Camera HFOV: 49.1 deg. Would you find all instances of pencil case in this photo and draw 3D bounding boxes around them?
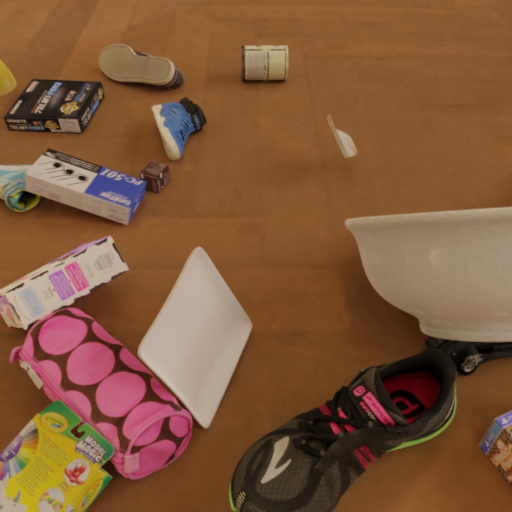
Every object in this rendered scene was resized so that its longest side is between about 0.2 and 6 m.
[{"bbox_3d":[-1.957,1.705,7.022,2.416,1.096,1.132,31,23,28],"label":"pencil case"}]

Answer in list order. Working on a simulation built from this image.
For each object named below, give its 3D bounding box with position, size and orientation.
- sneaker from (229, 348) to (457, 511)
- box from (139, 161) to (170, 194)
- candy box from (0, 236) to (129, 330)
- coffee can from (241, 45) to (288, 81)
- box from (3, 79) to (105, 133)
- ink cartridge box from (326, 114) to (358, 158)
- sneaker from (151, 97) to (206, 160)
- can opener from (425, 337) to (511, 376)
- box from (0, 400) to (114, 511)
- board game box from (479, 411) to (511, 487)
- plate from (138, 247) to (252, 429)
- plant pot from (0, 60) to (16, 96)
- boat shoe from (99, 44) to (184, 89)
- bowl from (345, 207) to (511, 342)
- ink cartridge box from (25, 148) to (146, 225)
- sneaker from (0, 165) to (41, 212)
[{"bbox_3d":[1.049,1.967,6.503,3.235,1.355,1.241,-27,50,-25],"label":"sneaker"},{"bbox_3d":[-1.944,-1.514,10.758,0.384,0.388,0.467,17,47,15],"label":"box"},{"bbox_3d":[-2.888,0.391,8.167,1.640,0.587,1.376,-34,14,-31],"label":"candy box"},{"bbox_3d":[0.199,-4.719,13.720,1.128,0.826,0.826,0,44,-1],"label":"coffee can"},{"bbox_3d":[-4.529,-3.415,12.695,1.722,0.431,1.734,5,44,3],"label":"box"},{"bbox_3d":[1.655,-2.330,10.814,0.224,0.895,0.726,-23,7,6],"label":"ink cartridge box"},{"bbox_3d":[-1.529,-2.735,11.768,1.045,0.721,1.878,-18,40,-6],"label":"sneaker"},{"bbox_3d":[3.367,1.207,7.833,1.879,0.596,0.739,-7,44,-7],"label":"can opener"},{"bbox_3d":[-2.502,2.655,6.159,1.133,0.467,1.931,29,67,26],"label":"box"},{"bbox_3d":[3.590,2.425,6.511,1.134,0.689,1.422,-19,48,-18],"label":"board game box"},{"bbox_3d":[-0.768,1.048,7.231,0.278,1.714,1.718,-2,46,32],"label":"plate"},{"bbox_3d":[-6.419,-4.385,13.436,1.062,0.754,1.062,0,45,0],"label":"plant pot"},{"bbox_3d":[-2.852,-4.586,13.858,2.468,0.896,0.774,22,5,28],"label":"boat shoe"},{"bbox_3d":[3.078,0.193,7.590,3.695,1.661,3.695,-3,2,0],"label":"bowl"},{"bbox_3d":[-3.045,-1.259,10.082,1.898,0.420,0.892,19,43,-3],"label":"ink cartridge box"},{"bbox_3d":[-4.675,-1.205,10.301,1.520,0.604,0.992,-9,44,-7],"label":"sneaker"}]
